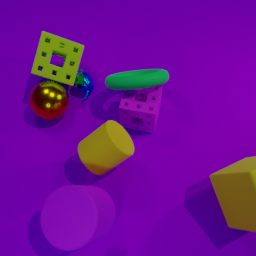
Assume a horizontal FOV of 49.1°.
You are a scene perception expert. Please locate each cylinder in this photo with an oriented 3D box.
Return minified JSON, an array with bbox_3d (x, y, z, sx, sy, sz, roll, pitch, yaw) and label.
[{"bbox_3d":[-1.078,1.967,6.340,1.302,1.302,1.302,-3,77,14],"label":"cylinder"},{"bbox_3d":[-0.550,0.502,7.080,1.035,1.035,1.035,-36,59,21],"label":"cylinder"}]

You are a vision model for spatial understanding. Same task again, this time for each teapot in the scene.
[{"bbox_3d":[-1.410,-1.401,8.970,0.552,0.701,1.128,-22,73,14],"label":"teapot"}]

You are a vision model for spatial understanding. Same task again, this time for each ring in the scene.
[{"bbox_3d":[0.257,-1.436,8.191,1.865,0.373,1.865,-6,16,2],"label":"ring"}]

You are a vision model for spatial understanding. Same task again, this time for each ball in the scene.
[{"bbox_3d":[-2.335,-0.813,8.329,1.164,1.164,1.164,0,59,0],"label":"ball"}]

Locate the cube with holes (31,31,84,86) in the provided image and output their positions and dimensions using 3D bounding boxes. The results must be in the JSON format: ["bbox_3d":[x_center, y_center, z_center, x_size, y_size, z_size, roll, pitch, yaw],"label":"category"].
[{"bbox_3d":[-2.158,-2.056,8.552,1.211,1.211,1.211,15,94,-18],"label":"cube with holes"}]

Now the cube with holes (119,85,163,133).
[{"bbox_3d":[0.383,-0.628,8.246,1.036,1.036,1.036,11,61,9],"label":"cube with holes"}]

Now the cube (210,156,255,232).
[{"bbox_3d":[3.021,1.465,6.480,1.355,1.355,1.355,-18,86,-25],"label":"cube"}]
